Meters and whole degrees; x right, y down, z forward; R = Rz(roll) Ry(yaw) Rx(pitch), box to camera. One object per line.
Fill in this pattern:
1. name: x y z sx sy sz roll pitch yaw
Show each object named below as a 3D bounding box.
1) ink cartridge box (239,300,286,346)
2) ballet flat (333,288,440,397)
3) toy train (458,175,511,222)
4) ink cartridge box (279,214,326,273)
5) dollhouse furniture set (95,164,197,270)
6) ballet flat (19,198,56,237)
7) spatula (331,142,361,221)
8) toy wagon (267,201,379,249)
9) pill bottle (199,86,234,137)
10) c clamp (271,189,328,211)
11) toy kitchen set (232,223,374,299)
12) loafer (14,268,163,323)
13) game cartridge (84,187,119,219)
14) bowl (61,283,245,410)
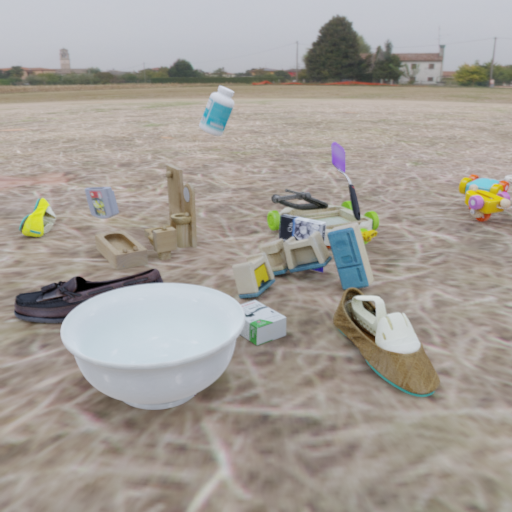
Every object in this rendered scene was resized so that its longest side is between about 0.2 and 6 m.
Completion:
1. ink cartridge box: -0.003 0.966 8.194 0.554 0.314 0.756 -15 25 -35
2. ballet flat: 1.672 0.994 7.450 0.731 0.780 2.156 -6 21 -15
3. toy train: 6.129 -1.251 13.693 2.161 0.800 2.877 3 23 5
4. ink cartridge box: 0.843 -0.223 10.448 0.965 0.974 0.211 14 22 37
5. dollhouse furniture set: -2.249 -0.873 11.418 1.899 1.548 1.806 -11 23 -28
6. ballet flat: -4.969 -0.841 12.957 0.588 0.586 1.754 18 19 -15
7. spatula: 1.947 -1.605 12.041 0.209 2.032 0.574 -31 -36 28
8. toy wagon: 1.615 -0.639 12.266 2.138 0.545 2.756 -9 23 -23
9. pill bottle: -0.827 -3.162 12.217 0.555 1.002 0.555 22 20 -9
10. c clamp: 0.845 -1.211 11.973 1.290 0.205 1.510 13 -6 -24
11. toy kitchen set: 0.801 0.309 9.449 1.839 1.083 1.473 -12 12 31
12. loafer: -2.576 0.551 8.716 2.330 0.734 0.838 -1 20 -4
13. game cartridge: -3.063 -1.049 11.096 0.936 0.623 0.191 5 27 46
14. bowl: -1.181 1.158 6.737 2.138 0.961 2.138 0 20 0
